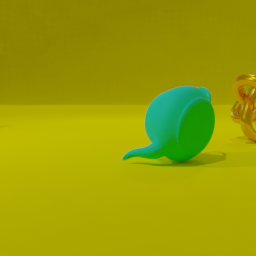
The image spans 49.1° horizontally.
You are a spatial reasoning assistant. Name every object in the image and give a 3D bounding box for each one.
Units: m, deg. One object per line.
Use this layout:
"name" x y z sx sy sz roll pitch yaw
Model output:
"knot shape" 2.124 -0.283 4.814 0.541 1.096 1.172 -7 -17 10
"teapot" 0.514 -0.040 3.186 1.360 0.845 0.666 -44 36 -23
